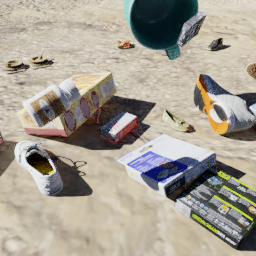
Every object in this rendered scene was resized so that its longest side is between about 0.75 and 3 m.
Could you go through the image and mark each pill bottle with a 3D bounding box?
[{"bbox_3d":[-1.402,-0.492,5.282,0.976,0.558,0.558,-36,46,-15],"label":"pill bottle"}]

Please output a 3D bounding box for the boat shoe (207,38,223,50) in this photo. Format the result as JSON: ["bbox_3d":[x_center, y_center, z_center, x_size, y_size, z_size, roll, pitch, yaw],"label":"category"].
[{"bbox_3d":[4.263,-4.138,13.736,0.458,0.406,1.252,26,43,32],"label":"boat shoe"}]

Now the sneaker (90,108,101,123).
[{"bbox_3d":[-1.049,-0.381,8.636,0.435,0.275,0.773,2,28,-3],"label":"sneaker"}]

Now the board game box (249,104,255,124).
[{"bbox_3d":[4.964,-0.016,7.795,1.762,0.449,2.621,-20,45,-23],"label":"board game box"}]

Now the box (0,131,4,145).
[{"bbox_3d":[-4.450,0.788,6.837,1.639,0.477,2.394,6,36,8],"label":"box"}]

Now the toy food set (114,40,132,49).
[{"bbox_3d":[-0.243,-4.185,13.970,0.862,0.210,0.854,-3,36,-4],"label":"toy food set"}]

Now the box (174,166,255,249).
[{"bbox_3d":[1.976,1.563,5.894,1.470,0.349,1.419,29,43,35],"label":"box"}]

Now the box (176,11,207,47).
[{"bbox_3d":[1.536,-2.397,6.779,0.192,0.609,0.772,39,58,13],"label":"box"}]

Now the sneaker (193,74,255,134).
[{"bbox_3d":[2.953,-0.778,8.759,1.225,1.008,2.663,0,43,-13],"label":"sneaker"}]

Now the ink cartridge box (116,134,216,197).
[{"bbox_3d":[0.891,0.813,6.770,1.704,0.405,1.724,-26,26,-29],"label":"ink cartridge box"}]

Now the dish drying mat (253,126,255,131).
[{"bbox_3d":[4.474,-0.067,8.327,1.531,0.139,0.588,-19,41,-23],"label":"dish drying mat"}]

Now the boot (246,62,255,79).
[{"bbox_3d":[5.514,-2.276,11.019,1.821,0.683,0.976,11,32,3],"label":"boot"}]

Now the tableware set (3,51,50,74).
[{"bbox_3d":[-4.372,-2.870,12.004,1.851,0.371,1.224,-16,39,-21],"label":"tableware set"}]

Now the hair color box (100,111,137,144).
[{"bbox_3d":[-0.262,-0.039,8.105,0.562,0.339,1.108,22,41,27],"label":"hair color box"}]

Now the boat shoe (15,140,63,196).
[{"bbox_3d":[-2.219,0.684,6.653,0.745,0.860,2.016,-22,41,-27],"label":"boat shoe"}]

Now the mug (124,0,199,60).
[{"bbox_3d":[0.803,-3.251,8.030,1.924,2.342,1.448,2,41,-15],"label":"mug"}]

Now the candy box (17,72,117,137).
[{"bbox_3d":[-1.719,-0.803,8.511,1.608,0.770,2.786,2,32,30],"label":"candy box"}]

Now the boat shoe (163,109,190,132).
[{"bbox_3d":[1.437,-0.226,8.385,0.365,0.315,1.001,-22,41,-28],"label":"boat shoe"}]
